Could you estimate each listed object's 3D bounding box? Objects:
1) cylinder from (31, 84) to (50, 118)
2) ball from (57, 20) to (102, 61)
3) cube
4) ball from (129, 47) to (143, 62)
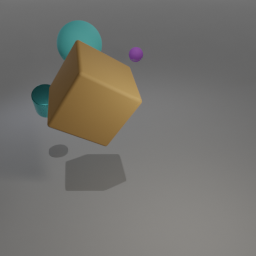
[{"bbox_3d":[-2.282,-0.748,7.816,0.700,0.700,0.700,3,63,-6],"label":"cylinder"},{"bbox_3d":[-1.522,-2.634,8.798,1.400,1.400,1.400,0,28,0],"label":"ball"},{"bbox_3d":[-0.768,-0.716,5.987,1.400,1.400,1.400,22,33,-29],"label":"cube"},{"bbox_3d":[0.388,-3.589,13.679,0.700,0.700,0.700,0,28,0],"label":"ball"}]
